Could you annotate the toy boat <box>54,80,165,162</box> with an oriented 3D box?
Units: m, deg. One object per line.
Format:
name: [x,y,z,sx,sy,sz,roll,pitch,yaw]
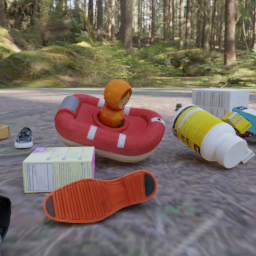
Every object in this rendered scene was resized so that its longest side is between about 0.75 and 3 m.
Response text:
toy boat: [-0.249,-0.260,4.915,1.926,1.259,1.257,15,36,-7]

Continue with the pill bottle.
pill bottle: [1.458,0.141,5.127,0.745,0.745,1.338,-6,29,-31]

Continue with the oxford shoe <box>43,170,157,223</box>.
oxford shoe: [-0.319,0.813,3.267,1.318,0.469,0.478,-5,-14,-25]

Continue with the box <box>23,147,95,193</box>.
box: [-0.967,0.589,4.144,0.924,0.447,0.813,0,10,-5]

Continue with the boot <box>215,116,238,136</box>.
boot: [2.052,0.020,7.192,1.529,0.537,1.118,9,15,42]

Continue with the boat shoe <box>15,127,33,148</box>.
boat shoe: [-2.423,0.194,6.590,0.396,0.375,1.131,-2,10,-11]

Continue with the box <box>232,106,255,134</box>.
box: [3.258,-0.020,6.411,1.718,0.422,0.707,26,22,32]

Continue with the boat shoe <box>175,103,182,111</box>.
boat shoe: [2.437,-1.014,13.489,0.363,0.364,1.004,1,10,5]

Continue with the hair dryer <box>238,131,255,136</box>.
hair dryer: [3.362,0.152,7.391,0.940,0.335,1.235,15,13,-9]

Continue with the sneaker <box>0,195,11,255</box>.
sneaker: [-1.573,0.816,2.306,1.232,0.709,2.362,-5,16,-24]

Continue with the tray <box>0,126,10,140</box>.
tray: [-4.066,0.152,6.983,1.854,0.343,0.915,1,10,8]

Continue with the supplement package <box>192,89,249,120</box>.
supplement package: [3.197,-0.774,9.801,1.168,1.160,1.539,-8,13,-38]

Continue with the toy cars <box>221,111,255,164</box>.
toy cars: [2.075,0.099,5.424,0.581,0.287,1.297,-14,45,31]
